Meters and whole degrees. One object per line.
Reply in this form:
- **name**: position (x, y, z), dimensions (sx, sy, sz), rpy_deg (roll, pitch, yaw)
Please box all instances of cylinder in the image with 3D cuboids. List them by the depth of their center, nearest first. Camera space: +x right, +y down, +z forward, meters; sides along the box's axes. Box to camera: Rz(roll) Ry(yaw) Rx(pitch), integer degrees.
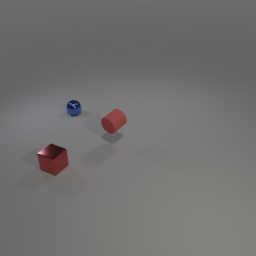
- **cylinder**: position (-0.523, -0.254, 10.465), dimensions (0.700, 0.700, 0.700), rpy_deg (22, 46, 32)

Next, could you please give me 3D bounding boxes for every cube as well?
- **cube**: position (-2.532, 1.062, 9.497), dimensions (0.700, 0.700, 0.700), rpy_deg (16, 34, 24)

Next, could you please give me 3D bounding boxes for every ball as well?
- **ball**: position (-2.483, -0.937, 12.858), dimensions (0.700, 0.700, 0.700), rpy_deg (0, 31, 0)
